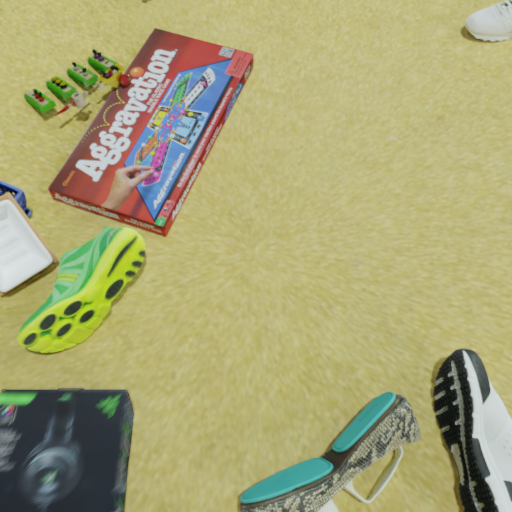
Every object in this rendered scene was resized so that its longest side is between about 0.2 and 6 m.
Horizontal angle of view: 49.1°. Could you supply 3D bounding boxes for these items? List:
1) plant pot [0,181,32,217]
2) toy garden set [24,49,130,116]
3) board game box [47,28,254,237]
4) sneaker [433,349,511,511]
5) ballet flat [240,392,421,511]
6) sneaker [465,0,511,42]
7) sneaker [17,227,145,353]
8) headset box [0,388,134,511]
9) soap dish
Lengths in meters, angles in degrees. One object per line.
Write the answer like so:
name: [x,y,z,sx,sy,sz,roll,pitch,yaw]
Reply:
plant pot: [-4.654,-0.806,10.087,0.867,0.779,0.867,23,65,12]
toy garden set: [-3.674,-3.579,11.514,1.925,0.384,1.605,-39,51,-19]
board game box: [-1.951,-2.687,11.286,2.378,0.449,4.620,17,63,10]
sneaker: [3.445,2.723,8.225,1.106,1.019,2.765,0,66,-14]
ballet flat: [1.219,3.128,7.988,2.915,0.989,1.098,-30,89,-17]
sneaker: [5.814,-5.442,12.488,2.275,0.916,0.869,-10,64,-3]
sneaker: [-2.944,0.544,9.435,1.079,0.956,2.581,23,65,41]
headset box: [-2.731,2.883,7.817,1.819,0.969,2.089,2,52,-4]
soap dish: [-4.268,-0.211,9.478,1.139,1.448,0.588,-35,30,-14]
